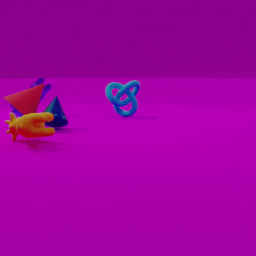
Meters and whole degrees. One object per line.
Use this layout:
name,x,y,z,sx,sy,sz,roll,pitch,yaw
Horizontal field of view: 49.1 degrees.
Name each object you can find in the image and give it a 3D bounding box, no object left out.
cone,-2.895,-0.939,8.422,1.101,1.105,1.101,39,-10,8
knot shape,-0.125,-1.068,10.558,1.451,1.358,0.671,-15,21,-21
cow figurine,-2.405,-0.042,6.617,1.275,0.711,1.296,-4,3,0
cone,-2.185,-0.593,8.383,0.889,0.892,0.889,1,-24,0
cow figurine,-3.581,-1.061,10.304,1.469,0.806,1.446,-38,17,33
